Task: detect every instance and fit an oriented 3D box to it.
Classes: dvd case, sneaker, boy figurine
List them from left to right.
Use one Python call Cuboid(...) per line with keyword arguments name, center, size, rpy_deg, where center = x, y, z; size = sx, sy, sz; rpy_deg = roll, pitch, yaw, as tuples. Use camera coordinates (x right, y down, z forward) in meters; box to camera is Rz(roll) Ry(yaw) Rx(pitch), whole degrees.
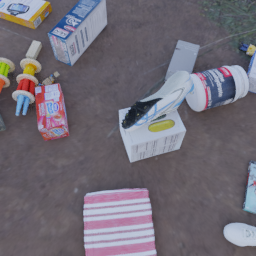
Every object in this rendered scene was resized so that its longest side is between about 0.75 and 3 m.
Cuboid(name="sneaker", center=(0.978, -0.676, 8.593), size=(2.645, 0.959, 0.951), rpy_deg=(-37, 30, -6))
Cuboid(name="boy figurine", center=(5.264, -3.334, 11.979), size=(1.002, 0.323, 0.623), rpy_deg=(29, 62, 18))
Cuboid(name="sneaker", center=(3.709, 3.097, 8.037), size=(1.772, 0.784, 0.667), rpy_deg=(11, 62, 7))
Cuboid(name="dvd case", center=(4.449, 2.003, 9.007), size=(1.258, 0.190, 1.723), rpy_deg=(17, 61, 10))

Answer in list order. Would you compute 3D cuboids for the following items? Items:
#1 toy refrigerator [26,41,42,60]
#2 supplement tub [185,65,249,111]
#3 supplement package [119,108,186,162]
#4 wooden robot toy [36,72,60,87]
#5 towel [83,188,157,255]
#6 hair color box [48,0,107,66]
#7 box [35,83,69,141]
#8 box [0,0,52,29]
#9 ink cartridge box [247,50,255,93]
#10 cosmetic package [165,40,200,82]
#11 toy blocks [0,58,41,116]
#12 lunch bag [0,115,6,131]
Cuboid(name="toy refrigerator", center=(-4.013, -3.284, 11.958), size=(0.337, 0.311, 0.889), rpy_deg=(13, 62, -1))
Cuboid(name="supplement tub", center=(3.201, -1.484, 10.298), size=(1.976, 1.387, 1.387), rpy_deg=(-16, 62, -9))
Cuboid(name="supplement package", center=(0.753, 0.072, 9.421), size=(1.815, 1.368, 1.378), rpy_deg=(-15, 61, -8))
Cuboid(name="wooden robot toy", center=(-3.095, -1.719, 11.088), size=(1.130, 0.498, 0.513), rpy_deg=(-44, 104, -22))
Cuboid(name="towel", center=(-0.245, 3.215, 8.233), size=(2.048, 0.419, 2.798), rpy_deg=(-4, 63, -3))
Cuboid(name="hair color box", center=(-2.012, -4.205, 11.795), size=(0.892, 1.475, 2.949), rpy_deg=(25, 63, 13))
Cuboid(name="box", center=(-2.732, -0.582, 10.071), size=(0.924, 0.885, 1.853), rpy_deg=(-12, 61, -7))
Cuboid(name="box", center=(-5.045, -5.610, 13.182), size=(2.493, 0.517, 1.484), rpy_deg=(21, 62, 14))
Cuboid(name="ink cartridge box", center=(5.604, -2.331, 11.101), size=(1.476, 0.826, 2.164), rpy_deg=(21, 64, 12))
Cuboid(name="cosmetic package", center=(2.184, -2.581, 11.285), size=(0.955, 0.806, 1.788), rpy_deg=(17, 59, 6))
Cuboid(name="toy blocks", center=(-4.435, -1.535, 10.653), size=(1.915, 0.834, 2.298), rpy_deg=(1, 61, 0))
Cuboid(name="lunch bag", center=(-5.088, -0.631, 9.899), size=(0.880, 1.228, 1.497), rpy_deg=(-26, 64, -12))
